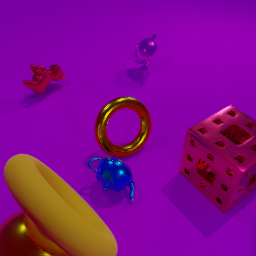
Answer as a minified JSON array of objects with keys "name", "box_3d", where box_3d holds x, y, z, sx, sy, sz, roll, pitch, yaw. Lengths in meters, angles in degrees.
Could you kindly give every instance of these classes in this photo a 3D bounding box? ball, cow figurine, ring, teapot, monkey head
[{"name":"ball","box_3d":[-1.404,1.811,4.152,1.241,1.241,1.241,0,43,0]},{"name":"cow figurine","box_3d":[-2.312,-1.382,7.930,0.590,1.058,1.075,14,77,35]},{"name":"ring","box_3d":[-0.967,1.182,4.154,0.418,2.090,2.090,-46,56,-11]},{"name":"teapot","box_3d":[-0.269,0.965,5.439,1.194,0.743,0.585,35,63,-3]},{"name":"ring","box_3d":[-0.087,-0.013,6.127,1.370,1.370,0.274,-21,22,-21]},{"name":"monkey head","box_3d":[0.638,-2.296,8.739,0.786,0.939,1.305,-6,62,33]}]

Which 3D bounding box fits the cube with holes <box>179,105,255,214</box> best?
[{"name":"cube with holes","box_3d":[1.951,0.575,5.466,1.255,1.255,1.255,-26,48,-25]}]
